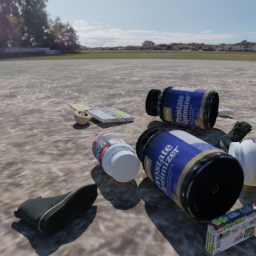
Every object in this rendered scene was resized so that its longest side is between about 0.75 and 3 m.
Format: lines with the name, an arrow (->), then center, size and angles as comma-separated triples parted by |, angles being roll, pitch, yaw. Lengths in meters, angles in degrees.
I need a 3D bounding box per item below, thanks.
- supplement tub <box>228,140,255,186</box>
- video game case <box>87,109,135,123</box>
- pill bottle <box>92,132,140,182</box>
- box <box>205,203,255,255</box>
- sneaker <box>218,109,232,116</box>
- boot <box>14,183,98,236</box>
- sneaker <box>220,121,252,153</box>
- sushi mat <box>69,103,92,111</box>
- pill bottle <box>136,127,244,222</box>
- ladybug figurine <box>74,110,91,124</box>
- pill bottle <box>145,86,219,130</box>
supplement tub -> 3.317, 0.869, 6.828 | 1.541, 1.121, 1.121 | 4, 18, 10
video game case -> -0.795, -0.561, 12.642 | 1.554, 0.195, 1.707 | -5, 17, -31
pill bottle -> -0.340, 0.748, 7.529 | 0.936, 0.936, 1.615 | -7, 18, -21
box -> 1.848, 1.764, 4.922 | 1.082, 0.595, 0.188 | -9, 21, -28
sneaker -> 4.448, -0.713, 13.173 | 0.859, 0.328, 0.347 | 6, 25, 40
boot -> -1.469, 1.504, 5.849 | 1.067, 0.597, 1.542 | 6, 17, 34
sneaker -> 3.481, 0.254, 9.012 | 0.596, 0.893, 1.559 | 36, 34, 16
sushi mat -> -2.490, -1.087, 14.638 | 0.756, 0.096, 1.580 | -9, 19, -28
pill bottle -> 1.197, 0.835, 6.416 | 1.447, 1.447, 2.587 | -8, 19, -22
ladybug figurine -> -1.984, -0.455, 12.045 | 0.730, 0.387, 1.075 | 15, 16, -13
pill bottle -> 2.212, -0.902, 11.650 | 2.794, 1.563, 1.563 | 10, 20, 30
